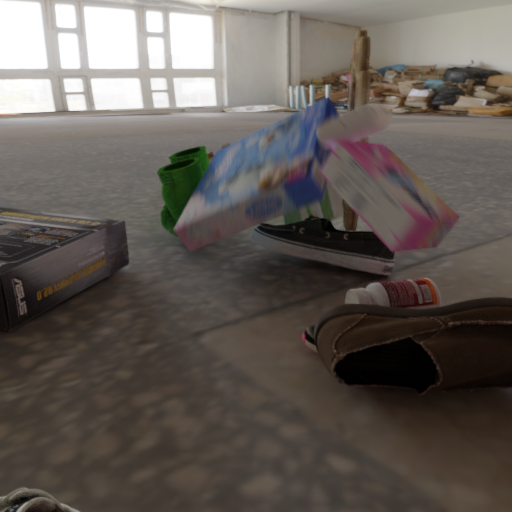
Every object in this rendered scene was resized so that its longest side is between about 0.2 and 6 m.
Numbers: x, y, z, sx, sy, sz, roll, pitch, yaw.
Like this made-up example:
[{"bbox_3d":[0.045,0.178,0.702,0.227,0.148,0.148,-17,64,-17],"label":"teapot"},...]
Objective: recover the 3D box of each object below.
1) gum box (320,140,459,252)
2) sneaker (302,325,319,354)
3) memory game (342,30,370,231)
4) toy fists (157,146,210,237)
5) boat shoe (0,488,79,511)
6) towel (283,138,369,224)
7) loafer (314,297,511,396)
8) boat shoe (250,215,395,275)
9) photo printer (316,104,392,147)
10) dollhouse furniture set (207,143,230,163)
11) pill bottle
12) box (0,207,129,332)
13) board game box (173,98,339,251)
[{"bbox_3d":[1.833,-0.915,7.974,1.039,0.605,1.830,-5,47,-40],"label":"gum box"},{"bbox_3d":[1.478,1.004,7.684,1.673,0.732,0.617,3,19,9],"label":"sneaker"},{"bbox_3d":[1.842,-2.282,10.554,0.240,3.764,3.764,3,19,6],"label":"memory game"},{"bbox_3d":[-1.612,-1.451,13.402,1.211,1.796,3.523,-13,18,3],"label":"toy fists"},{"bbox_3d":[-1.745,2.165,4.202,2.324,0.764,0.836,11,21,29],"label":"boat shoe"},{"bbox_3d":[1.626,-1.691,12.935,2.432,1.855,0.284,-20,21,-11],"label":"towel"},{"bbox_3d":[2.235,1.258,6.687,3.113,1.137,1.105,-4,26,12],"label":"loafer"},{"bbox_3d":[1.317,-0.348,11.149,3.029,0.858,1.040,14,9,26],"label":"boat shoe"},{"bbox_3d":[1.477,-1.915,8.201,0.990,0.344,0.823,-18,-1,29],"label":"photo printer"},{"bbox_3d":[-0.968,-2.397,17.988,3.130,1.528,2.670,-32,25,-11],"label":"dollhouse furniture set"},{"bbox_3d":[2.067,0.738,8.516,1.301,0.713,0.713,-4,19,-13],"label":"pill bottle"},{"bbox_3d":[-4.917,0.007,10.232,4.021,0.972,3.184,7,20,20],"label":"box"},{"bbox_3d":[0.092,-1.635,10.975,2.940,0.641,2.954,-21,31,30],"label":"board game box"}]
